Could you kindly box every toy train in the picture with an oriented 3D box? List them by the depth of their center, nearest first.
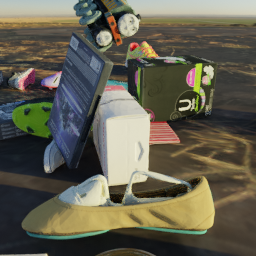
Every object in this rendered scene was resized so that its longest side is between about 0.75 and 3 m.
[{"bbox_3d":[-0.572,-2.949,7.440,1.456,1.089,2.555,-24,39,0],"label":"toy train"}]

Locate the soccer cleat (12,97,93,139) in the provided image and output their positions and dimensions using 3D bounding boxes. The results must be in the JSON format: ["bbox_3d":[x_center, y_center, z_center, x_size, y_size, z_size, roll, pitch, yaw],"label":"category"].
[{"bbox_3d":[-1.230,-0.390,6.835,2.915,0.984,1.182,-4,26,-12],"label":"soccer cleat"}]

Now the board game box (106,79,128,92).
[{"bbox_3d":[-0.197,-1.319,9.901,2.172,0.306,1.469,14,27,29],"label":"board game box"}]

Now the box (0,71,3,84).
[{"bbox_3d":[-5.755,-1.752,10.668,1.581,0.482,1.961,-2,23,-13],"label":"box"}]

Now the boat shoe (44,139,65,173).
[{"bbox_3d":[-1.367,0.513,5.642,0.425,0.432,1.217,-3,17,0],"label":"boat shoe"}]

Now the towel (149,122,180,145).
[{"bbox_3d":[0.723,0.110,6.890,0.799,0.124,1.105,-3,26,-11],"label":"towel"}]

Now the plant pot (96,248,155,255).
[{"bbox_3d":[-0.031,1.802,2.962,1.420,0.195,1.420,-1,24,0],"label":"plant pot"}]

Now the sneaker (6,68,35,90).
[{"bbox_3d":[-4.203,-1.981,11.006,0.732,0.617,1.673,8,29,3],"label":"sneaker"}]

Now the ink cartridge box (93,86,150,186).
[{"bbox_3d":[-0.223,0.052,5.491,0.755,1.336,1.823,-6,24,-13],"label":"ink cartridge box"}]

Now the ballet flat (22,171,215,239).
[{"bbox_3d":[-0.124,0.999,3.909,2.618,0.825,0.898,0,4,-4],"label":"ballet flat"}]

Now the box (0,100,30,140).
[{"bbox_3d":[-3.248,-0.174,7.096,1.828,0.455,1.442,-14,28,-29],"label":"box"}]

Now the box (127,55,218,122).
[{"bbox_3d":[1.161,-1.126,7.874,2.127,1.580,1.322,-7,25,-15],"label":"box"}]

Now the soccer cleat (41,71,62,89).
[{"bbox_3d":[-2.239,-2.028,10.823,2.250,0.860,0.750,-11,26,-24],"label":"soccer cleat"}]

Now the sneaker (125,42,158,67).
[{"bbox_3d":[0.842,-3.319,13.151,1.170,1.352,2.994,-16,30,-35],"label":"sneaker"}]

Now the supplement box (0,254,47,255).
[{"bbox_3d":[-1.245,1.812,2.614,0.759,0.443,1.205,0,24,-1],"label":"supplement box"}]

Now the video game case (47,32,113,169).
[{"bbox_3d":[-0.984,-0.521,5.147,0.197,2.073,1.481,2,32,-35],"label":"video game case"}]
